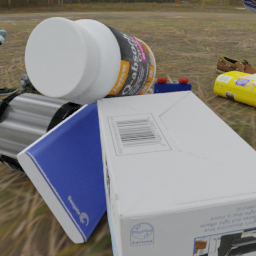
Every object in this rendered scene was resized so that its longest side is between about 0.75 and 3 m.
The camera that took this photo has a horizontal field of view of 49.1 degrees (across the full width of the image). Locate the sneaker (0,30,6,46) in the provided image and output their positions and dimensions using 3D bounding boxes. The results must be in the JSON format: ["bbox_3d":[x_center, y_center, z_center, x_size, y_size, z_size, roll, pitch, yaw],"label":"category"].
[{"bbox_3d":[-3.269,-2.194,6.608,0.913,0.354,0.394,14,62,13],"label":"sneaker"}]

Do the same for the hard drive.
[{"bbox_3d":[-0.696,0.559,5.482,0.340,1.769,2.681,-20,16,30],"label":"hard drive"}]

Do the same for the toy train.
[{"bbox_3d":[1.204,-1.463,10.390,2.139,0.905,1.238,3,17,5],"label":"toy train"}]

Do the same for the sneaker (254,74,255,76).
[{"bbox_3d":[5.208,-1.899,11.439,1.488,0.594,0.968,7,29,13],"label":"sneaker"}]

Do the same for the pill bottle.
[{"bbox_3d":[-0.475,-1.013,4.549,1.265,1.265,2.174,13,13,24],"label":"pill bottle"}]

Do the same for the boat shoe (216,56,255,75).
[{"bbox_3d":[5.086,-2.697,12.708,0.885,0.836,2.460,-23,35,-37],"label":"boat shoe"}]

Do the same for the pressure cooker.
[{"bbox_3d":[-2.032,0.119,6.256,1.990,1.750,1.778,13,26,16],"label":"pressure cooker"}]

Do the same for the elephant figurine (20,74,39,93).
[{"bbox_3d":[-3.593,-1.715,11.052,1.219,0.946,0.862,0,-15,-23],"label":"elephant figurine"}]

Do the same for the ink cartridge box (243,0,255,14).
[{"bbox_3d":[2.656,-2.652,5.464,0.898,0.352,1.896,32,17,27],"label":"ink cartridge box"}]

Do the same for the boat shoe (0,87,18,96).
[{"bbox_3d":[-4.776,-1.468,10.939,0.912,0.284,0.340,-14,29,-28],"label":"boat shoe"}]

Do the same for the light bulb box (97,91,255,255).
[{"bbox_3d":[0.493,1.078,3.651,1.499,2.403,2.381,-6,28,-7],"label":"light bulb box"}]

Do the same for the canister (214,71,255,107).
[{"bbox_3d":[4.422,-1.427,10.204,1.540,0.897,2.073,-19,31,-32],"label":"canister"}]
